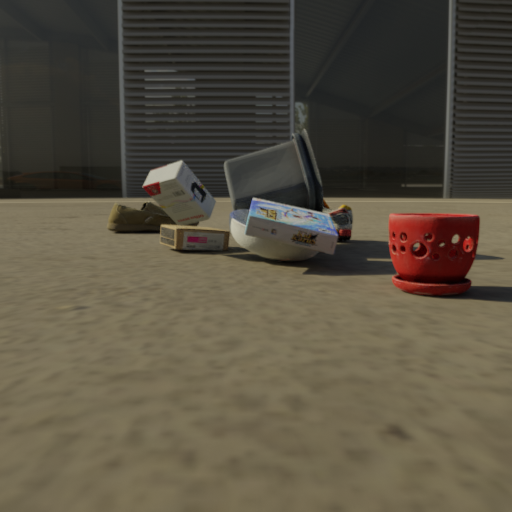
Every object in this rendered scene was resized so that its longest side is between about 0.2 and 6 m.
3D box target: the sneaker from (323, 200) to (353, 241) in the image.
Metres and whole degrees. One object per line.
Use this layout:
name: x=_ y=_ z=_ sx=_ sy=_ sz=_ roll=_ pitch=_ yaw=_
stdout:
sneaker: x=1.182 y=-0.821 z=11.770 sx=1.886 sy=0.775 sz=0.734 roll=11 pitch=-3 yaw=29

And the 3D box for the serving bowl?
serving bowl: x=0.295 y=-0.268 z=8.704 sx=1.549 sy=0.509 sz=1.549 roll=12 pitch=17 yaw=-4

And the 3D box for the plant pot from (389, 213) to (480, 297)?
plant pot: x=1.931 y=-0.040 z=6.148 sx=0.950 sy=0.865 sz=0.950 roll=0 pitch=8 yaw=0

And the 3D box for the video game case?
video game case: x=0.490 y=-0.460 z=8.048 sx=1.230 sy=0.308 sz=1.357 roll=11 pitch=16 yaw=-2

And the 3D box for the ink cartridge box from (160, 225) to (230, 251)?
ink cartridge box: x=-1.105 y=-0.324 z=10.009 sx=1.022 sy=0.384 sz=0.842 roll=3 pitch=7 yaw=-28

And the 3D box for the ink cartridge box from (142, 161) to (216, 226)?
ink cartridge box: x=-1.228 y=-0.989 z=9.066 sx=0.712 sy=0.405 sz=0.978 roll=-10 pitch=-43 yaw=32

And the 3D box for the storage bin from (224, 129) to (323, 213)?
storage bin: x=0.316 y=-0.953 z=10.068 sx=1.501 sy=1.626 sz=2.234 roll=-13 pitch=-22 yaw=-1

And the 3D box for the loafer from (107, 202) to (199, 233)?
loafer: x=-2.489 y=-0.954 z=13.675 sx=2.243 sy=0.756 sz=0.853 roll=-3 pitch=8 yaw=-20
